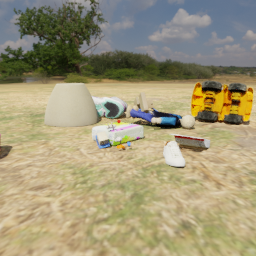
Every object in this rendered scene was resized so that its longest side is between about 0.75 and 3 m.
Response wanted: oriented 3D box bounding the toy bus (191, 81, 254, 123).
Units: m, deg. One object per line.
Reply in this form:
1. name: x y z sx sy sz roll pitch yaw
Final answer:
1. toy bus: 4.494 -1.072 13.224 2.593 1.760 2.490 8 -2 25

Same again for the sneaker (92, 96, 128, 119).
1. sneaker: -1.314 -1.148 14.658 2.941 1.143 2.057 15 15 21

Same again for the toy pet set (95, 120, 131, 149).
1. toy pet set: -0.491 0.356 8.543 0.890 0.953 0.506 -16 -29 -13

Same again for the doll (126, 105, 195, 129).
1. doll: 1.361 -0.397 11.657 2.847 0.690 1.943 13 8 24

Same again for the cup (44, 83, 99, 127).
1. cup: -2.547 -1.118 12.600 2.436 1.742 2.436 0 12 0

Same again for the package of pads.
1. package of pads: -0.356 0.157 9.459 1.127 0.498 1.459 11 16 42

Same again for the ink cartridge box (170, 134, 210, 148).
1. ink cartridge box: 1.819 0.389 8.223 0.919 0.271 1.148 8 -1 30

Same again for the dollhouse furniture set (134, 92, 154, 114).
1. dollhouse furniture set: 1.034 -1.152 14.060 1.052 1.228 1.291 -3 -24 -16

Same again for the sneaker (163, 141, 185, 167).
1. sneaker: 1.148 0.630 7.195 0.429 0.499 1.180 0 13 -10

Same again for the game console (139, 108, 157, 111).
1. game console: 1.082 -0.964 15.880 1.038 0.720 1.216 -32 13 0
